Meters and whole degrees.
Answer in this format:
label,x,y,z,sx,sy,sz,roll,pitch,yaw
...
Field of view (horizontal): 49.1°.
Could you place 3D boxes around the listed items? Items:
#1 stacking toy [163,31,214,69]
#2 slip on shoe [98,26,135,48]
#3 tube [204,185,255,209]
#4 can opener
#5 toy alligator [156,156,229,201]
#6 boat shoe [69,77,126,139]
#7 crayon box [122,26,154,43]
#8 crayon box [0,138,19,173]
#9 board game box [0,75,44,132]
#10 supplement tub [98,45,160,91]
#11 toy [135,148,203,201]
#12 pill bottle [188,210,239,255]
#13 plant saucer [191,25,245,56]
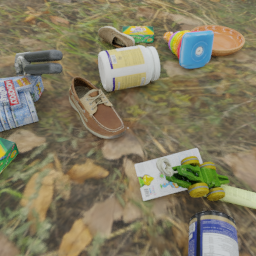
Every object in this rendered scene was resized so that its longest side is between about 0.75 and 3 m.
label,x,y,z,sx,sy,sz,roll,pitch,yaw
stacking toy,2.361,-3.772,12.449,1.573,1.488,2.711,-13,35,-21
slip on shoe,-0.651,-4.191,13.191,1.993,0.758,0.604,29,48,17
tube,2.739,1.752,7.213,1.640,0.426,0.476,11,68,14
can opener,-2.886,-2.107,9.224,2.858,0.762,0.955,9,10,42
toy alligator,1.420,1.147,6.516,2.700,0.649,0.895,20,45,-37
boat shoe,-1.155,-0.740,9.344,1.123,1.065,2.965,-30,51,-27
crayon box,0.493,-4.614,13.787,1.527,0.445,0.907,0,44,0
crayon box,-4.052,0.979,7.990,0.968,0.475,1.630,15,46,15
board game box,-4.061,-1.038,9.899,2.356,0.727,2.358,-19,47,-18
supplement tub,0.022,-2.281,10.610,2.082,1.513,1.513,-12,45,-12
toy,1.167,1.287,7.628,1.794,0.423,1.033,-14,64,0
pill bottle,1.754,2.757,5.771,1.028,1.028,1.839,8,46,8
plant saucer,4.154,-4.123,13.272,2.550,0.477,2.550,1,44,-1
